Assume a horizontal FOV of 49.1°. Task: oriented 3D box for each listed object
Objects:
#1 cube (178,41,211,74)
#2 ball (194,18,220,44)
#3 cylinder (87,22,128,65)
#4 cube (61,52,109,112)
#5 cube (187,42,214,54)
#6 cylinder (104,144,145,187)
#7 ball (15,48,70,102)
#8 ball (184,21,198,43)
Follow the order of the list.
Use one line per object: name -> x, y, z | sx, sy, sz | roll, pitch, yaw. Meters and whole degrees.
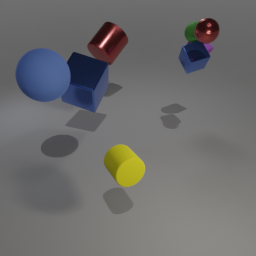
cube -> 2.197, -2.362, 9.348 | 0.700, 0.700, 0.700 | -19, 71, -10
ball -> 2.256, -2.774, 8.009 | 0.700, 0.700, 0.700 | 0, 30, 0
cylinder -> -0.925, -3.871, 12.900 | 1.400, 1.400, 1.400 | 26, 76, 38
cube -> -1.611, -1.674, 10.348 | 1.400, 1.400, 1.400 | 19, 62, 7
cube -> 2.587, -2.903, 10.410 | 0.700, 0.700, 0.700 | -23, 69, -38
cylinder -> -0.090, 0.817, 6.163 | 0.700, 0.700, 0.700 | -14, 29, -22
ball -> -2.246, -1.398, 7.461 | 1.400, 1.400, 1.400 | 0, 30, 0
ball -> 2.281, -3.258, 9.538 | 0.700, 0.700, 0.700 | 0, 30, 0
